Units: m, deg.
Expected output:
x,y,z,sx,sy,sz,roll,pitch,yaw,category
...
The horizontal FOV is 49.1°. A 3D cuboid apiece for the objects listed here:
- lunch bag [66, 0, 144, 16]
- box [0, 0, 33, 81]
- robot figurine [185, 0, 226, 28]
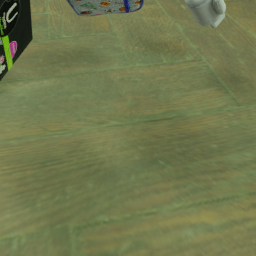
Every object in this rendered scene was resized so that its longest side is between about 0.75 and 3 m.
x,y,z,sx,sy,sz,roll,pitch,yaw,category
-0.503,-3.402,6.498,2.019,0.952,2.520,-2,4,2,lunch bag
-2.966,-2.268,5.658,1.359,2.187,1.624,26,64,-4,box
2.306,-3.769,8.398,0.941,1.667,1.414,-52,41,1,robot figurine
